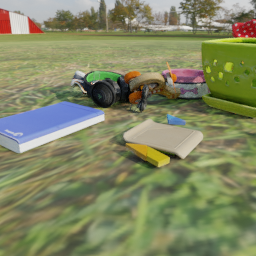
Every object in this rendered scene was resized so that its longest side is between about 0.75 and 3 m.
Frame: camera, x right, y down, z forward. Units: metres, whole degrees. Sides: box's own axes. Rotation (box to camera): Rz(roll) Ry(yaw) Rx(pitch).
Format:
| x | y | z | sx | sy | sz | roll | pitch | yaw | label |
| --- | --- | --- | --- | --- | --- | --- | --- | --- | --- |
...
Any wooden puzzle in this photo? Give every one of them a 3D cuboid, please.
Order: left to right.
| x | y | z | sx | sy | sz | roll | pitch | yaw | label |
| --- | --- | --- | --- | --- | --- | --- | --- | --- | --- |
| 0.848 | 0.249 | 6.721 | 1.661 | 0.288 | 2.462 | 21 | 29 | 34 | wooden puzzle |

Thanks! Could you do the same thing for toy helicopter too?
| x | y | z | sx | sy | sz | roll | pitch | yaw | label |
| --- | --- | --- | --- | --- | --- | --- | --- | --- | --- |
| 1.135 | -1.426 | 9.478 | 1.599 | 0.954 | 2.419 | -26 | -22 | 35 | toy helicopter |

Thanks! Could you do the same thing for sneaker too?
| x | y | z | sx | sy | sz | roll | pitch | yaw | label |
| --- | --- | --- | --- | --- | --- | --- | --- | --- | --- |
| -1.347 | -1.503 | 10.821 | 1.794 | 0.712 | 0.703 | 25 | -13 | 3 | sneaker |

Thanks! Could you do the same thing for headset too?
| x | y | z | sx | sy | sz | roll | pitch | yaw | label |
| --- | --- | --- | --- | --- | --- | --- | --- | --- | --- |
| -0.357 | -1.432 | 9.585 | 1.752 | 1.333 | 2.837 | -17 | 43 | -37 | headset |

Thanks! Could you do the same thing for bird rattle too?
| x | y | z | sx | sy | sz | roll | pitch | yaw | label |
| --- | --- | --- | --- | --- | --- | --- | --- | --- | --- |
| 4.594 | -2.768 | 11.481 | 2.345 | 2.876 | 1.620 | -25 | 22 | 1 | bird rattle |

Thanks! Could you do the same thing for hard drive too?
| x | y | z | sx | sy | sz | roll | pitch | yaw | label |
| --- | --- | --- | --- | --- | --- | --- | --- | --- | --- |
| -2.228 | -0.150 | 7.601 | 1.802 | 0.347 | 2.732 | 15 | 26 | 35 | hard drive |

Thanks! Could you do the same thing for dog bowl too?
| x | y | z | sx | sy | sz | roll | pitch | yaw | label |
| --- | --- | --- | --- | --- | --- | --- | --- | --- | --- |
| 2.319 | -1.846 | 11.381 | 2.317 | 0.854 | 2.317 | 0 | 21 | 0 | dog bowl |

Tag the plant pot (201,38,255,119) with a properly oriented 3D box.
| x | y | z | sx | sy | sz | roll | pitch | yaw | label |
| --- | --- | --- | --- | --- | --- | --- | --- | --- | --- |
| 3.929 | -1.689 | 9.045 | 2.438 | 2.212 | 2.426 | -16 | 27 | -36 | plant pot |
